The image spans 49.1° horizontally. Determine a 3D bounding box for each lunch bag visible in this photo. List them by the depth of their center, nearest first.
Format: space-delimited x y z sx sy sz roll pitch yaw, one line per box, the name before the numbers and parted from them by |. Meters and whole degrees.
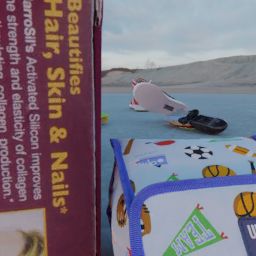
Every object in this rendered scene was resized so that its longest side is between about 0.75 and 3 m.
lunch bag | 0.521 0.587 1.577 1.212 0.882 1.425 -1 22 -7

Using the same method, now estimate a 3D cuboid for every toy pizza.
toy pizza | 2.028 -0.176 8.553 1.851 0.293 1.851 1 8 0

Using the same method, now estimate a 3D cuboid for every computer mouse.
computer mouse | 2.034 -0.102 7.422 1.237 0.326 0.856 22 38 40

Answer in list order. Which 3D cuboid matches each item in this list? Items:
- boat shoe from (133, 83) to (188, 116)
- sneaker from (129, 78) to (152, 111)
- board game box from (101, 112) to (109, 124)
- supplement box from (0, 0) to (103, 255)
boat shoe | 1.031 -0.886 9.429 2.385 0.818 0.675 23 12 -34
sneaker | 0.643 -1.802 14.870 1.043 1.647 2.928 -1 8 -7
board game box | -1.494 -0.360 8.308 1.118 0.351 2.340 22 10 14
supplement box | -1.591 0.058 1.850 2.724 1.783 1.406 -1 8 -13
